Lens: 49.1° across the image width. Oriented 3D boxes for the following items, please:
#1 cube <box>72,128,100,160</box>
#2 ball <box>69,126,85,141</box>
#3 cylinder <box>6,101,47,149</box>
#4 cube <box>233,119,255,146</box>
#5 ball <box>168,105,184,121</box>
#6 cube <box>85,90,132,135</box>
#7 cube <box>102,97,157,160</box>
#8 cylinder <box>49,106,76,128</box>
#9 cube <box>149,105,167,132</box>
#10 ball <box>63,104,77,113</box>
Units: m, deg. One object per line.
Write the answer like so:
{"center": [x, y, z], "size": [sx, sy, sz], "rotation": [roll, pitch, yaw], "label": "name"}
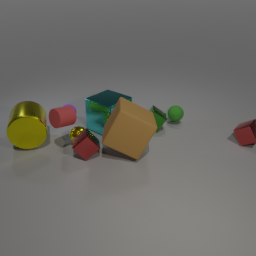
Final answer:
{"center": [-1.494, 0.573, 9.988], "size": [0.700, 0.700, 0.700], "rotation": [-39, 25, 8], "label": "cube"}
{"center": [-1.884, 0.276, 10.692], "size": [0.700, 0.700, 0.700], "rotation": [0, 29, 0], "label": "ball"}
{"center": [-3.818, -0.138, 10.698], "size": [1.400, 1.400, 1.400], "rotation": [-7, 30, -13], "label": "cylinder"}
{"center": [4.609, 0.176, 10.753], "size": [0.700, 0.700, 0.700], "rotation": [-22, 7, 46], "label": "cube"}
{"center": [2.075, -0.638, 12.201], "size": [0.700, 0.700, 0.700], "rotation": [0, 29, 0], "label": "ball"}
{"center": [-0.793, -0.628, 11.709], "size": [1.400, 1.400, 1.400], "rotation": [22, 35, 33], "label": "cube"}
{"center": [0.029, -0.014, 9.887], "size": [1.400, 1.400, 1.400], "rotation": [25, 21, -13], "label": "cube"}
{"center": [-2.307, -0.390, 9.873], "size": [0.700, 0.700, 0.700], "rotation": [22, 25, 34], "label": "cylinder"}
{"center": [1.131, -0.402, 11.725], "size": [0.700, 0.700, 0.700], "rotation": [33, 22, -9], "label": "cube"}
{"center": [-2.661, -0.719, 12.547], "size": [0.700, 0.700, 0.700], "rotation": [0, 29, 0], "label": "ball"}
